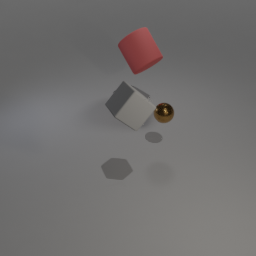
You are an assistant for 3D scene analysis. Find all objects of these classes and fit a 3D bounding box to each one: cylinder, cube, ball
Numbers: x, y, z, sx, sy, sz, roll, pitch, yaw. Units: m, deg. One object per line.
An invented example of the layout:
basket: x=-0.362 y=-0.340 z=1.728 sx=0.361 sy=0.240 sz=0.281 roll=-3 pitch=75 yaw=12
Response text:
cylinder: x=0.512 y=-3.157 z=11.573 sx=1.400 sy=1.400 sz=1.400 roll=-30 pitch=2 yaw=1
cube: x=0.046 y=-0.489 z=6.216 sx=0.700 sy=0.700 sz=0.700 roll=33 pitch=11 yaw=-35
ball: x=1.215 y=-0.508 z=9.480 sx=0.700 sy=0.700 sz=0.700 roll=0 pitch=33 yaw=0
